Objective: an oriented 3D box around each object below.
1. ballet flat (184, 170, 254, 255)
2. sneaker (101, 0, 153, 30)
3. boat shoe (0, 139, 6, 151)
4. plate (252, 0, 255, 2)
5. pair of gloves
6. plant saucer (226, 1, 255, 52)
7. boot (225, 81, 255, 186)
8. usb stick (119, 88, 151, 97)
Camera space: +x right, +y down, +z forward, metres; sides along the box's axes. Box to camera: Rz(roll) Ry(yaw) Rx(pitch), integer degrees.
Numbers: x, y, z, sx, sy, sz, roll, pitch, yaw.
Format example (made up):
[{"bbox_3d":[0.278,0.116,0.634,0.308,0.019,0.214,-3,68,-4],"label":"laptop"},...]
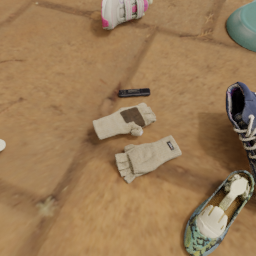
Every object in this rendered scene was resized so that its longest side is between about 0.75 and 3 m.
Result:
[{"bbox_3d":[1.943,1.684,5.892,0.824,0.824,2.219,34,61,22],"label":"ballet flat"},{"bbox_3d":[0.019,-4.525,10.178,1.279,1.179,2.899,21,57,17],"label":"sneaker"},{"bbox_3d":[-3.388,0.441,6.728,0.279,0.329,0.904,-1,6,28],"label":"boat shoe"},{"bbox_3d":[5.648,-4.667,10.876,1.747,0.223,1.747,0,55,0],"label":"plate"},{"bbox_3d":[0.188,0.272,7.140,1.663,0.343,1.956,-26,64,-19],"label":"pair of gloves"},{"bbox_3d":[4.905,-3.704,9.881,2.681,0.482,2.681,-1,58,2],"label":"plant saucer"},{"bbox_3d":[2.908,0.300,6.398,1.331,1.072,2.947,27,45,-25],"label":"boot"},{"bbox_3d":[0.201,-1.042,8.261,0.944,0.154,0.262,-4,60,-3],"label":"usb stick"}]
